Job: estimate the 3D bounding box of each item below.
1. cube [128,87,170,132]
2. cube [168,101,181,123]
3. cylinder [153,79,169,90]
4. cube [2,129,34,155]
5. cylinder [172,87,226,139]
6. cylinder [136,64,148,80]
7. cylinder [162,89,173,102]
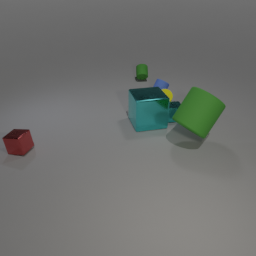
[{"bbox_3d":[0.850,-0.832,11.961,1.400,1.400,1.400,-7,30,-12],"label":"cube"},{"bbox_3d":[2.012,-0.721,12.456,0.700,0.700,0.700,-4,31,-9],"label":"cube"},{"bbox_3d":[1.630,-2.023,14.129,0.700,0.700,0.700,26,3,-1],"label":"cylinder"},{"bbox_3d":[-3.988,0.502,10.222,0.700,0.700,0.700,1,28,17],"label":"cube"},{"bbox_3d":[2.561,-0.558,10.199,1.400,1.400,1.400,32,4,-3],"label":"cylinder"},{"bbox_3d":[0.842,-3.367,16.784,0.700,0.700,0.700,-1,71,-2],"label":"cylinder"},{"bbox_3d":[1.713,-1.398,13.245,0.700,0.700,0.700,-1,-15,-2],"label":"cylinder"}]
